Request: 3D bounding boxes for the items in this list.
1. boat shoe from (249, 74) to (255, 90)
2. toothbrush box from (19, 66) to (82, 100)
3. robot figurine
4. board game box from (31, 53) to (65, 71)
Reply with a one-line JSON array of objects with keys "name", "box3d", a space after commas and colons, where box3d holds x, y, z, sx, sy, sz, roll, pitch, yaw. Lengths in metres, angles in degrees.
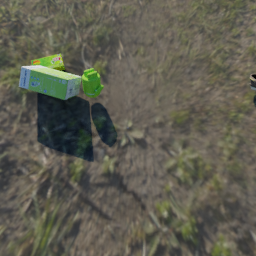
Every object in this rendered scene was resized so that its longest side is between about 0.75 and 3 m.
[{"name": "boat shoe", "box3d": [3.945, -1.279, 7.930, 0.495, 1.378, 0.410, -25, 109, -3]}, {"name": "toothbrush box", "box3d": [-2.230, -1.353, 8.168, 1.429, 1.041, 0.615, 17, 107, 6]}, {"name": "robot figurine", "box3d": [-1.056, -1.269, 8.144, 0.519, 0.897, 0.787, -26, 49, -26]}, {"name": "board game box", "box3d": [-2.553, -2.009, 8.952, 0.966, 0.230, 0.491, -16, 68, -6]}]
